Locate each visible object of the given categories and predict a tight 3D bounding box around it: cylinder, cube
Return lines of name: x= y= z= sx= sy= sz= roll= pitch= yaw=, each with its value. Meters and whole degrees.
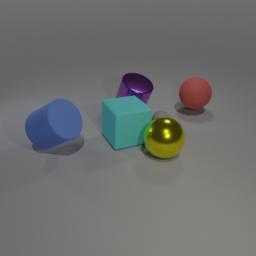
cylinder: x=0.229 y=-1.428 z=12.144 sx=1.400 sy=1.400 sz=1.400 roll=12 pitch=43 yaw=-12
cube: x=-0.093 y=-0.240 z=10.390 sx=1.400 sy=1.400 sz=1.400 roll=-10 pitch=31 yaw=-23
cylinder: x=-2.516 y=-0.124 z=9.528 sx=1.400 sy=1.400 sz=1.400 roll=-19 pitch=15 yaw=37

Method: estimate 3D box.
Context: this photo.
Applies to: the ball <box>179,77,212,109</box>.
ball: x=2.936 y=-1.521 z=12.216 sx=1.400 sy=1.400 sz=1.400 roll=0 pitch=30 yaw=0

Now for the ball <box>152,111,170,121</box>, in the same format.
ball: x=1.243 y=-0.305 z=10.519 sx=0.700 sy=0.700 sz=0.700 roll=0 pitch=30 yaw=0

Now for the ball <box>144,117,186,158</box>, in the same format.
ball: x=1.230 y=0.323 z=9.464 sx=1.400 sy=1.400 sz=1.400 roll=0 pitch=30 yaw=0
